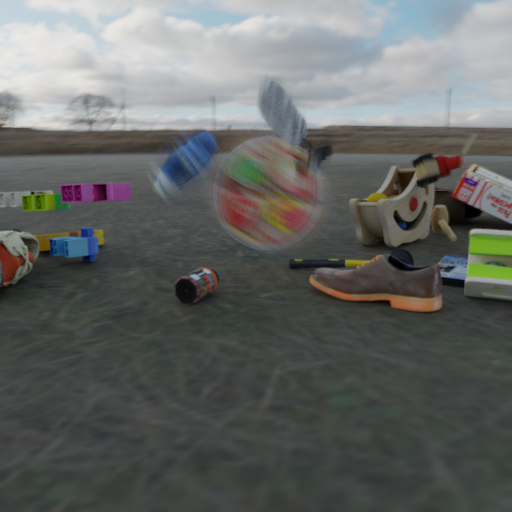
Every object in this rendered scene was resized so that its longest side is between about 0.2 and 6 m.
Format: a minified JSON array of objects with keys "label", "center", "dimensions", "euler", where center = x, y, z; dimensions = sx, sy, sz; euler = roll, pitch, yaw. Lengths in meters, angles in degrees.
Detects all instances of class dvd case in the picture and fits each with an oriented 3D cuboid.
[{"label":"dvd case","center":[3.540,0.277,9.209],"dimensions":[1.131,0.139,1.586],"euler":[8,15,27]}]

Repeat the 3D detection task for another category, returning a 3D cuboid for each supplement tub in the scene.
[{"label":"supplement tub","center":[-0.826,0.406,8.066],"dimensions":[0.414,0.414,0.774],"euler":[5,15,22]}]

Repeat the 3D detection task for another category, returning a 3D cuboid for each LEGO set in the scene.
[{"label":"LEGO set","center":[-3.476,-0.645,10.734],"dimensions":[1.475,1.371,3.594],"euler":[-9,9,-44]}]

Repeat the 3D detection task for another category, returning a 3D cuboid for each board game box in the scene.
[{"label":"board game box","center":[6.058,-1.440,13.680],"dimensions":[2.160,0.660,2.852],"euler":[29,23,16]}]

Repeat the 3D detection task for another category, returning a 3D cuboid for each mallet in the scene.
[{"label":"mallet","center":[1.622,0.111,9.507],"dimensions":[2.083,0.429,0.686],"euler":[2,13,24]}]

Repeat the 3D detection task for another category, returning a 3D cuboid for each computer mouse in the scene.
[{"label":"computer mouse","center":[0.447,-1.778,7.724],"dimensions":[0.302,1.377,0.755],"euler":[-27,13,50]}]

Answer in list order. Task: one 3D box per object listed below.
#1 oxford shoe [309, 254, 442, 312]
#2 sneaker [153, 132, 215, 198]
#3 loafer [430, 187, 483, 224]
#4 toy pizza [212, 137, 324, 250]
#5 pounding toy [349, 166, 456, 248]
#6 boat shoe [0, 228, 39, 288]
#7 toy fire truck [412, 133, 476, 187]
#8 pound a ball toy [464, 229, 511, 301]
[{"label":"oxford shoe","center":[1.670,0.282,7.944],"dimensions":[1.915,0.698,0.683],"euler":[7,15,27]},{"label":"sneaker","center":[-1.136,-1.570,9.307],"dimensions":[0.516,1.396,0.574],"euler":[35,-22,2]},{"label":"loafer","center":[4.731,-1.274,13.956],"dimensions":[2.646,0.966,0.939],"euler":[-9,17,-35]},{"label":"toy pizza","center":[0.189,-1.102,9.935],"dimensions":[2.015,2.015,0.319],"euler":[2,4,8]},{"label":"pounding toy","center":[3.311,-1.072,11.592],"dimensions":[1.567,1.562,2.732],"euler":[6,14,43]},{"label":"boat shoe","center":[-3.906,0.028,8.806],"dimensions":[0.792,0.901,2.530],"euler":[-2,8,-18]},{"label":"toy fire truck","center":[3.689,-1.848,10.871],"dimensions":[1.146,0.737,1.008],"euler":[-12,1,6]},{"label":"pound a ball toy","center":[4.095,0.000,7.833],"dimensions":[2.117,1.380,0.899],"euler":[5,-22,21]}]
